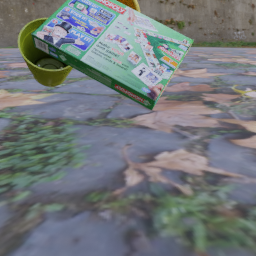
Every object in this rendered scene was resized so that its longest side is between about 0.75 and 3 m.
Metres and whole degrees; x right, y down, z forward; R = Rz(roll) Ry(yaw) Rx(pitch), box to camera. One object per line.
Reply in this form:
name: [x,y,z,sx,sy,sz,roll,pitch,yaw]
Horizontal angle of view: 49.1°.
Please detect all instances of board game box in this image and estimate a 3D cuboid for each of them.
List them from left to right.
board game box: [-0.153,-1.035,3.415,1.620,0.236,1.090,30,63,7]

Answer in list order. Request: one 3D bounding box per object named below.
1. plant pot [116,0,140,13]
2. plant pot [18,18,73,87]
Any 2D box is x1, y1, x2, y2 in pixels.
plant pot: [-0.699,-2.969,7.267,1.806,1.806,1.699,-3,32,-8]
plant pot: [-1.531,-1.359,5.522,1.110,1.110,1.069,-7,-16,-18]
